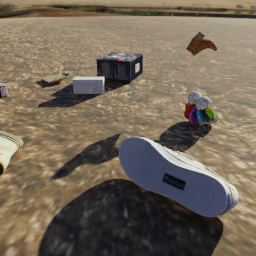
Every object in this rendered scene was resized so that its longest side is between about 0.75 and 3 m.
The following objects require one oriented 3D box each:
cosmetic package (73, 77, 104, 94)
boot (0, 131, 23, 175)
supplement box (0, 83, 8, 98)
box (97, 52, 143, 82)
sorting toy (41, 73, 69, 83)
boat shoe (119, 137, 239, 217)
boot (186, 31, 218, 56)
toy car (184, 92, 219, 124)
[{"bbox_3d":[-1.574,-1.722,11.284,1.214,0.617,0.450,1,26,0],"label":"cosmetic package"},{"bbox_3d":[-3.547,0.547,6.700,1.699,0.612,1.314,6,27,0],"label":"boot"},{"bbox_3d":[-5.464,-1.298,10.572,0.838,0.469,1.539,18,31,31],"label":"supplement box"},{"bbox_3d":[-0.348,-2.935,13.320,1.681,0.961,1.846,8,27,18],"label":"box"},{"bbox_3d":[-3.185,-2.309,12.921,1.358,0.200,1.003,-24,30,-33],"label":"sorting toy"},{"bbox_3d":[0.967,0.922,5.810,2.730,0.968,0.953,20,6,41],"label":"boat shoe"},{"bbox_3d":[2.766,-3.006,10.518,1.035,0.801,0.381,34,24,-12],"label":"boot"},{"bbox_3d":[2.180,-0.507,8.698,0.835,0.974,1.113,-40,34,-1],"label":"toy car"}]
